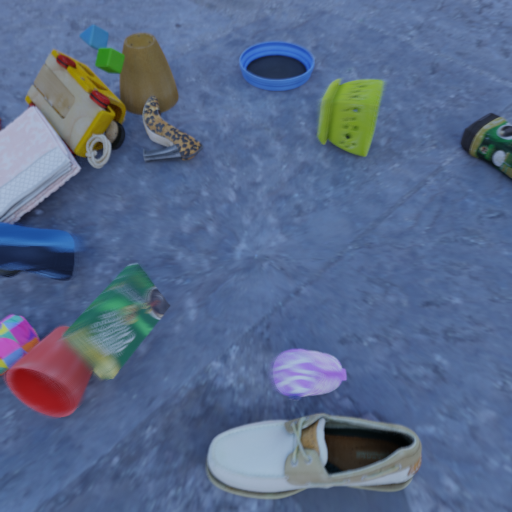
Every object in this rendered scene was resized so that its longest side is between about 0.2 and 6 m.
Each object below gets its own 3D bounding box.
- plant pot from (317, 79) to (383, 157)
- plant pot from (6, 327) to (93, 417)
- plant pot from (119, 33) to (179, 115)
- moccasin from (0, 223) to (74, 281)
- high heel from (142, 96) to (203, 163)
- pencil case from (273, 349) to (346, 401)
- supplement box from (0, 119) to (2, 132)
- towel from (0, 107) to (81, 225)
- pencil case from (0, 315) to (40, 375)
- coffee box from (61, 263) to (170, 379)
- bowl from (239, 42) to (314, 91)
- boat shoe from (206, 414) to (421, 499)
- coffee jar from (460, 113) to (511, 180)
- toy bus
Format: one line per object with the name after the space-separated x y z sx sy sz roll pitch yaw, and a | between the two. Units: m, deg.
2.057 -3.139 12.413 1.185 1.300 1.306 13 43 13 | plant pot
-2.984 1.696 8.484 1.135 1.135 1.004 13 40 11 | plant pot
-2.681 -4.442 13.436 1.457 1.564 1.457 -1 49 1 | plant pot
-4.340 0.007 9.677 2.595 0.885 1.044 9 25 24 | moccasin
-1.860 -2.918 12.633 1.322 0.662 1.854 -6 65 3 | high heel
0.790 1.683 8.074 0.691 1.617 0.679 -11 77 18 | pencil case
-6.181 -3.068 13.064 0.385 0.299 0.697 -14 51 -12 | supplement box
-4.962 -1.704 11.282 2.408 0.388 2.299 -40 57 -4 | towel
-4.284 1.614 8.665 1.813 0.801 0.801 -33 56 -29 | pencil case
-2.061 0.978 8.476 0.345 0.963 1.567 -9 33 43 | coffee box
0.534 -4.955 14.656 1.941 0.381 1.941 0 49 0 | bowl
0.763 2.620 7.648 2.932 1.003 1.096 -2 49 -2 | boat shoe
5.424 -2.258 11.998 1.028 0.841 1.971 -30 56 -22 | coffee jar
-3.646 -3.089 12.236 2.829 1.549 2.998 -4 83 31 | toy bus
